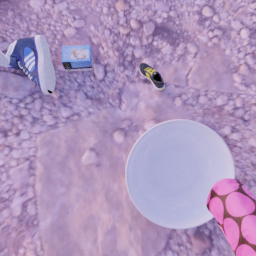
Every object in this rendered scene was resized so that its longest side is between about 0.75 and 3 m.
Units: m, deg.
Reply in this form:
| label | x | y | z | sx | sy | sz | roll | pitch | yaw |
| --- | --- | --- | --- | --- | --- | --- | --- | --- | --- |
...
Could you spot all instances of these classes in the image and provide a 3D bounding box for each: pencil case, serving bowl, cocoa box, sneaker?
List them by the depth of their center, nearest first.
| label | x | y | z | sx | sy | sz | roll | pitch | yaw |
| --- | --- | --- | --- | --- | --- | --- | --- | --- | --- |
| pencil case | 2.267 | 2.034 | 5.215 | 1.033 | 1.066 | 2.276 | 3 | 31 | -11 |
| serving bowl | 1.290 | 1.135 | 7.324 | 2.728 | 0.897 | 2.728 | 0 | 91 | 0 |
| sneaker | -3.113 | -1.828 | 8.659 | 1.436 | 0.790 | 1.961 | -13 | 81 | 11 |
| sneaker | 0.769 | -1.679 | 8.674 | 0.413 | 0.470 | 1.110 | -39 | 75 | -13 |
| cocoa box | -1.575 | -2.181 | 8.779 | 0.892 | 0.585 | 0.595 | -3 | 71 | -1 |

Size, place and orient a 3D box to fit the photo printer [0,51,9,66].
| label | x | y | z | sx | sy | sz | roll | pitch | yaw |
| --- | --- | --- | --- | --- | --- | --- | --- | --- | --- |
| photo printer | -3.309 | -1.873 | 6.844 | 0.278 | 0.800 | 0.665 | -47 | 56 | -5 |
